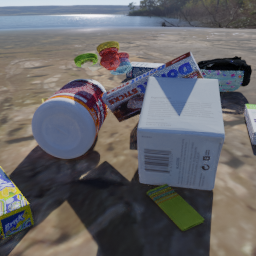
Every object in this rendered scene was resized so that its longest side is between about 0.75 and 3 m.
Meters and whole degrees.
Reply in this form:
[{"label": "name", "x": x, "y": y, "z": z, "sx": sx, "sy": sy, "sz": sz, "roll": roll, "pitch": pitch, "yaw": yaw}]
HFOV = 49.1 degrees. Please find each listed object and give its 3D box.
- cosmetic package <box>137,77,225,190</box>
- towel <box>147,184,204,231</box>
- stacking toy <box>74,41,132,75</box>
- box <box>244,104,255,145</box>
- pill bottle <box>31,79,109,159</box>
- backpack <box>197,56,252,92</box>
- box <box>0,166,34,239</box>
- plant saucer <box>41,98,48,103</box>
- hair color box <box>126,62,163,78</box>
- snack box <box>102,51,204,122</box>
[{"label": "cosmetic package", "x": 1.162, "y": 0.054, "z": 6.359, "sx": 1.657, "sy": 1.667, "sz": 1.992, "roll": 4, "pitch": 42, "yaw": 10}, {"label": "towel", "x": 0.899, "y": 1.544, "z": 5.543, "sx": 0.531, "sy": 0.111, "sz": 1.233, "roll": -16, "pitch": 29, "yaw": -23}, {"label": "stacking toy", "x": -0.714, "y": -1.876, "z": 8.608, "sx": 1.537, "sy": 0.717, "sz": 1.697, "roll": -16, "pitch": -8, "yaw": 20}, {"label": "box", "x": 4.708, "y": -0.098, "z": 8.761, "sx": 1.795, "sy": 0.452, "sz": 2.487, "roll": 7, "pitch": 26, "yaw": 15}, {"label": "pill bottle", "x": -1.459, "y": -0.482, "z": 8.123, "sx": 1.638, "sy": 1.638, "sz": 2.900, "roll": 3, "pitch": 25, "yaw": 6}, {"label": "backpack", "x": 4.158, "y": -2.391, "z": 12.545, "sx": 2.242, "sy": 1.419, "sz": 1.871, "roll": -1, "pitch": 21, "yaw": 8}, {"label": "box", "x": -2.442, "y": 1.361, "z": 5.415, "sx": 0.569, "sy": 0.522, "sz": 1.624, "roll": -19, "pitch": 30, "yaw": -36}, {"label": "plant saucer", "x": -2.404, "y": -0.798, "z": 10.395, "sx": 1.456, "sy": 0.353, "sz": 1.456, "roll": -9, "pitch": 26, "yaw": -17}, {"label": "hair color box", "x": 1.112, "y": -3.041, "z": 14.937, "sx": 2.236, "sy": 0.677, "sz": 1.118, "roll": 8, "pitch": 26, "yaw": 17}, {"label": "snack box", "x": 0.610, "y": -0.974, "z": 7.143, "sx": 2.519, "sy": 0.905, "sz": 0.306, "roll": -22, "pitch": 33, "yaw": 23}]
